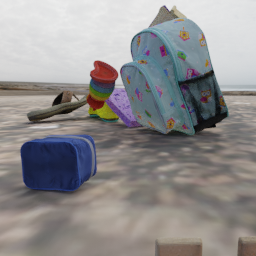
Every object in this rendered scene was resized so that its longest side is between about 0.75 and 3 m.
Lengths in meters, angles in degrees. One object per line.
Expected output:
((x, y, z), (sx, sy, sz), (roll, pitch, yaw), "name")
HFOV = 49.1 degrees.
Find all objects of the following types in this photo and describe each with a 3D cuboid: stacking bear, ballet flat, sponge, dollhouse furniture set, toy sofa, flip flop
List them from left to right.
((-2.432, -0.941, 10.315), (2.879, 0.829, 1.167), (-23, 2, -43), "flip flop")
((-0.816, -1.097, 8.040), (0.775, 1.363, 0.827), (17, 44, -9), "stacking bear")
((-0.927, -0.838, 10.722), (0.936, 0.939, 2.801), (-8, 10, -19), "ballet flat")
((-0.083, -0.695, 9.047), (0.992, 0.265, 1.778), (-8, 43, -40), "sponge")
((0.969, -2.945, 8.675), (0.832, 1.706, 0.706), (36, 35, -6), "toy sofa")
((0.708, 0.714, 0.656), (1.363, 0.710, 1.378), (0, 8, -1), "dollhouse furniture set")

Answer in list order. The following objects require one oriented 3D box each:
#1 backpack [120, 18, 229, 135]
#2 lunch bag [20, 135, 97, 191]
((1.037, -1.326, 7.429), (2.175, 2.838, 2.495), (-17, 15, -16), "backpack")
((-0.829, 0.393, 3.380), (0.863, 0.586, 0.571), (1, 7, 18), "lunch bag")
